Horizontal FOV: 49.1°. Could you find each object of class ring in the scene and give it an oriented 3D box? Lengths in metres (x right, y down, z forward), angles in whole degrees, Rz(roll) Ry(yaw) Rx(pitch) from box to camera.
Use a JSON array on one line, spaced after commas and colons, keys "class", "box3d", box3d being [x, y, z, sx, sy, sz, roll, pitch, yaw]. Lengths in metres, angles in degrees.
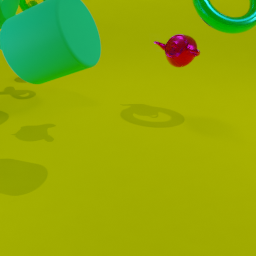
[{"class": "ring", "box3d": [2.260, -2.913, 6.256, 1.723, 1.723, 0.345, -5, -11, -10]}]

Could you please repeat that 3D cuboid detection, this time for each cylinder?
[{"class": "cylinder", "box3d": [-1.088, -1.257, 4.072, 1.032, 1.032, 1.032, -12, 23, 25]}]

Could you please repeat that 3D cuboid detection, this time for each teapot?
[{"class": "teapot", "box3d": [1.319, -2.104, 7.450, 1.424, 0.886, 0.697, 26, 4, 40]}]

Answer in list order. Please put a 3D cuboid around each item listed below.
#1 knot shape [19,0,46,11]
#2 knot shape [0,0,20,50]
[{"class": "knot shape", "box3d": [-2.640, -3.270, 8.249, 1.359, 1.453, 0.671, 50, 50, -1]}, {"class": "knot shape", "box3d": [-2.909, -2.650, 6.343, 0.961, 1.947, 2.080, -20, 5, -19]}]
